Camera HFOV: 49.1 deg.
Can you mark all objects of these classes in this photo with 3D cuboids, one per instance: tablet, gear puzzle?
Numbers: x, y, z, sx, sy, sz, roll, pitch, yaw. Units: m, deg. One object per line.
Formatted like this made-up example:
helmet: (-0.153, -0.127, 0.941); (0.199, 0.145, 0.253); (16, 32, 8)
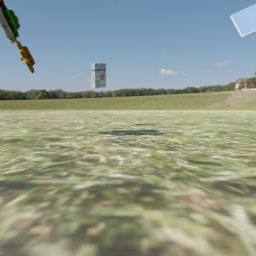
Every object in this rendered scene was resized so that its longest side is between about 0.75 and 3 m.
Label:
tablet: (2.924, -2.556, 6.552); (0.804, 0.084, 1.236); (-21, 38, 22)
gear puzzle: (-2.360, -2.332, 5.354); (0.354, 2.703, 1.400); (-24, 24, -9)

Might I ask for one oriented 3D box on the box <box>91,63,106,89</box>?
box: (-0.934, -1.682, 8.972); (0.162, 0.788, 0.615); (11, 17, 29)
